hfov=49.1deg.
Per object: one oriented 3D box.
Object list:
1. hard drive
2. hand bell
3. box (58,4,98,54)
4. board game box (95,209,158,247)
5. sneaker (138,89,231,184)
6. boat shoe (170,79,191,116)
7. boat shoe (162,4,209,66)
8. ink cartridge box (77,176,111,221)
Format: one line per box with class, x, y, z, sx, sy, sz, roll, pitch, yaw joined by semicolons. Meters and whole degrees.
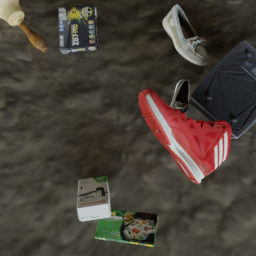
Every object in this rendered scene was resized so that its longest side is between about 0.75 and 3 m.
hard drive;3.030;-1.077;7.759;1.790;0.562;2.654;43;70;6
hand bell;-3.236;-3.172;8.752;1.064;1.064;2.044;-42;87;-15
box;-1.544;-3.067;8.685;1.165;0.355;1.445;-4;77;4
board game box;-0.025;2.284;6.503;1.396;0.164;0.731;1;51;18
sneaker;1.460;-0.089;6.830;1.498;1.016;2.593;-35;99;-7
boat shoe;1.397;-0.646;7.616;0.513;0.505;1.423;7;89;2
boat shoe;1.787;-2.769;8.432;0.777;0.676;2.109;-10;63;-33
ink cartridge box;-0.800;1.642;6.609;0.735;0.416;1.002;-9;29;-3
